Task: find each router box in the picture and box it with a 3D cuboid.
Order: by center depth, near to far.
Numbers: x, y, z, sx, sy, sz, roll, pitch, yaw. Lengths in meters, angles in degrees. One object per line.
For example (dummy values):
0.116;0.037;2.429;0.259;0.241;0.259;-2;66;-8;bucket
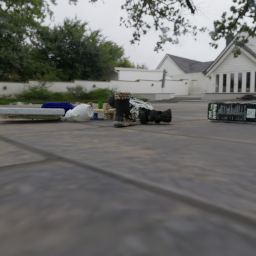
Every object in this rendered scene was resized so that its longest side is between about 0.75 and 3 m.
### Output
4.300;-0.618;10.632;1.726;0.716;2.303;5;7;39;router box

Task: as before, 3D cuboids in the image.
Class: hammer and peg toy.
-0.977;-0.728;11.733;2.003;0.706;1.473;1;6;11;hammer and peg toy

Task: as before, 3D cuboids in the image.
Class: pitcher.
-1.883;-0.496;10.412;1.041;0.631;0.893;-9;15;29;pitcher

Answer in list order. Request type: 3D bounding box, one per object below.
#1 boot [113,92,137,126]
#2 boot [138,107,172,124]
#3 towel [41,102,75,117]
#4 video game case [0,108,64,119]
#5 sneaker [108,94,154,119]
-0.077;-0.598;8.782;0.508;1.046;1.389;2;6;23;boot
0.922;-0.451;9.721;1.063;0.535;1.422;-7;17;-2;boot
-2.790;-0.794;12.015;1.357;0.455;1.837;4;-5;2;towel
-3.612;-0.513;10.478;2.191;0.256;1.992;-1;-2;-20;video game case
0.162;-0.776;10.773;1.934;0.716;0.856;13;29;-10;sneaker
